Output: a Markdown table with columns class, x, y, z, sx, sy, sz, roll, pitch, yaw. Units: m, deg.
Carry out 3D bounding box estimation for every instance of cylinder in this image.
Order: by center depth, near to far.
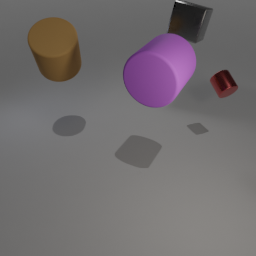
| class | x | y | z | sx | sy | sz | roll | pitch | yaw |
| --- | --- | --- | --- | --- | --- | --- | --- | --- | --- |
| cylinder | 0.797 | -1.423 | 6.864 | 1.400 | 1.400 | 1.400 | 15 | 39 | 23 |
| cylinder | -2.179 | -2.350 | 8.547 | 1.400 | 1.400 | 1.400 | 1 | 69 | -3 |
| cylinder | 3.245 | -1.488 | 9.491 | 0.700 | 0.700 | 0.700 | -13 | 67 | -21 |

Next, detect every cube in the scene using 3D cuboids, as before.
| class | x | y | z | sx | sy | sz | roll | pitch | yaw |
| --- | --- | --- | --- | --- | --- | --- | --- | --- | --- |
| cube | 2.677 | -4.621 | 12.155 | 1.400 | 1.400 | 1.400 | 24 | 30 | 17 |
